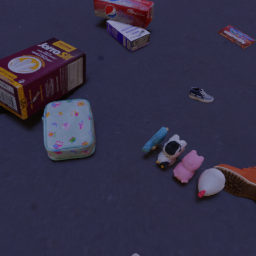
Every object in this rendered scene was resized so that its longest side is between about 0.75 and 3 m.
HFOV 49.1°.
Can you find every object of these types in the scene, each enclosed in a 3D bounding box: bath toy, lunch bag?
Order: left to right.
[{"bbox_3d":[-1.853,0.009,8.708,1.578,0.759,1.968,-9,53,-4],"label":"lunch bag"},{"bbox_3d":[1.527,1.048,7.802,2.358,1.025,0.871,39,63,20],"label":"bath toy"}]

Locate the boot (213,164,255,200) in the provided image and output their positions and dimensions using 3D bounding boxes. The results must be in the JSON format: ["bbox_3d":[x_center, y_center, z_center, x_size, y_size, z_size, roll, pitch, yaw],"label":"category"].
[{"bbox_3d":[3.327,1.381,7.785,1.949,0.731,1.045,23,47,13],"label":"boot"}]

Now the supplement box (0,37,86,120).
[{"bbox_3d":[-2.955,-1.773,9.386,1.630,1.265,2.953,29,46,20],"label":"supplement box"}]

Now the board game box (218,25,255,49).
[{"bbox_3d":[4.687,-3.947,12.087,0.734,0.139,1.427,-33,59,-21],"label":"board game box"}]

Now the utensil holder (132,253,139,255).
[{"bbox_3d":[0.495,3.817,5.019,2.354,2.000,2.000,33,60,21],"label":"utensil holder"}]

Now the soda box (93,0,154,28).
[{"bbox_3d":[-0.188,-5.014,11.795,2.473,0.784,0.866,20,53,17],"label":"soda box"}]

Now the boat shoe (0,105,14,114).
[{"bbox_3d":[-4.353,-0.854,9.521,1.595,0.604,0.589,6,47,-5],"label":"boat shoe"}]

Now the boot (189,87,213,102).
[{"bbox_3d":[2.592,-1.179,9.834,0.863,0.390,0.314,12,54,9],"label":"boot"}]

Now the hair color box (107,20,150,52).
[{"bbox_3d":[-0.008,-4.054,11.892,0.984,0.583,1.800,-29,56,-22],"label":"hair color box"}]
